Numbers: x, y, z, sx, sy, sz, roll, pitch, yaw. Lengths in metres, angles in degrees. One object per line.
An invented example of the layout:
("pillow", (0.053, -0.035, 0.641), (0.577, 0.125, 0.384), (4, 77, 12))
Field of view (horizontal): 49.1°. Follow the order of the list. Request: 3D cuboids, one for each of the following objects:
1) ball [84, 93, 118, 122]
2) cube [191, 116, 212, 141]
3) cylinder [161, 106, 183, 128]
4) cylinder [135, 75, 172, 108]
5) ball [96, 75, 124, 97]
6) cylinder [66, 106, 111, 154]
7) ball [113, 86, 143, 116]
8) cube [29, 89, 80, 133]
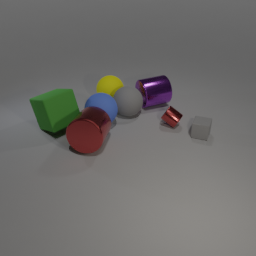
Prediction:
("ball", (-1.140, -0.786, 11.850), (1.400, 1.400, 1.400), (0, 31, 0))
("cube", (3.036, 0.000, 11.576), (0.700, 0.700, 0.700), (11, 34, 20))
("cylinder", (1.912, -0.493, 12.199), (0.700, 0.700, 0.700), (38, 39, 5))
("cylinder", (1.252, -1.808, 13.861), (1.400, 1.400, 1.400), (-14, 33, -17))
("ball", (-0.897, -1.949, 14.159), (1.400, 1.400, 1.400), (0, 31, 0))
("cylinder", (-1.462, 0.046, 10.674), (1.400, 1.400, 1.400), (5, 24, 8))
("ball", (-0.005, -1.238, 12.964), (1.400, 1.400, 1.400), (0, 31, 0))
("cube", (-3.036, -0.778, 11.796), (1.400, 1.400, 1.400), (-29, 24, -34))
